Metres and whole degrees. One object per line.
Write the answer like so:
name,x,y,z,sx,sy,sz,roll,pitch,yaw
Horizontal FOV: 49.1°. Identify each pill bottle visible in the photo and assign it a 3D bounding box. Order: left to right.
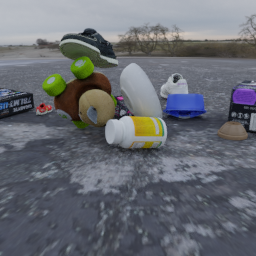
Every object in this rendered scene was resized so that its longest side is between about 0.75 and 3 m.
pill bottle,0.195,0.112,7.111,1.432,0.808,0.808,1,15,-27

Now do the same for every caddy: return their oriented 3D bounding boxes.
caddy,2.072,-0.754,10.247,1.568,0.823,1.108,2,-6,8

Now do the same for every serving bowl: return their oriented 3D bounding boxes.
serving bowl,0.244,-0.871,7.968,0.603,1.834,1.834,-28,23,-9

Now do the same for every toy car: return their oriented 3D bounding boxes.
toy car,-1.097,-0.490,7.885,1.829,1.904,2.318,-32,45,3

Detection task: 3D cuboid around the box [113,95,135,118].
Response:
box,0.111,-0.728,10.195,0.869,0.754,1.315,-14,23,-40

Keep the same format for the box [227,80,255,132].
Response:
box,4.400,-0.792,9.429,1.514,1.313,2.476,12,21,29

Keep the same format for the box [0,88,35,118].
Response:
box,-5.754,-0.952,10.800,2.934,0.734,2.956,10,21,28

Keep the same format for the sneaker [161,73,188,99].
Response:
sneaker,2.208,-1.899,12.973,0.998,1.328,2.667,-4,16,-9

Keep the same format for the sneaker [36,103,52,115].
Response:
sneaker,-3.260,-0.788,10.955,0.367,0.404,0.952,4,18,11

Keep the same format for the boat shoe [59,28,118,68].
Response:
boat shoe,-1.146,-2.590,8.723,1.071,0.950,2.865,-5,-2,28

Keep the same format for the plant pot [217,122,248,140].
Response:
plant pot,3.116,0.048,8.333,0.854,0.394,0.854,-1,17,0
